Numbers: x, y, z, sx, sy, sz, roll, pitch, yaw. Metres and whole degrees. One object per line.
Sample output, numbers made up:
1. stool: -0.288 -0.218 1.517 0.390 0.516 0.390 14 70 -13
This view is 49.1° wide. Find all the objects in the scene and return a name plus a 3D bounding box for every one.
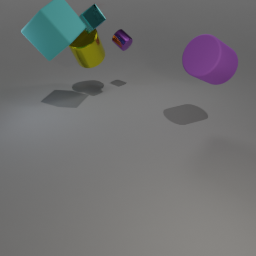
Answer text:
1. cylinder: 2.802 -2.291 9.543 1.400 1.400 1.400 7 18 -47
2. cylinder: -0.256 -4.024 12.825 0.700 0.700 0.700 45 45 10
3. cube: -2.664 -3.595 10.162 1.400 1.400 1.400 -23 30 39
4. cube: -1.403 -4.165 10.730 0.700 0.700 0.700 -44 19 -15
5. cylinder: -1.870 -3.668 12.639 1.400 1.400 1.400 -5 64 10
